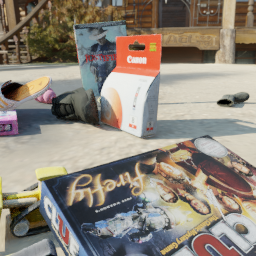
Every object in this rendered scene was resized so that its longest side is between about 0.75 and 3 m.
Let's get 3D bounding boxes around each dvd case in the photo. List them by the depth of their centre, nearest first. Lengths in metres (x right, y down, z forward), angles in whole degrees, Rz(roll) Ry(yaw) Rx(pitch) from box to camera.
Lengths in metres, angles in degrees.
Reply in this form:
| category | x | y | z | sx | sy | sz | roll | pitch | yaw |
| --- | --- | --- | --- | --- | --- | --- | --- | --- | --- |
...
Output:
| category | x | y | z | sx | sy | sz | roll | pitch | yaw |
| --- | --- | --- | --- | --- | --- | --- | --- | --- | --- |
| dvd case | -0.953 | -2.756 | 11.317 | 2.102 | 2.879 | 0.317 | -8 | 6 | -10 |

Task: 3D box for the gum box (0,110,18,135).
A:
| category | x | y | z | sx | sy | sz | roll | pitch | yaw |
| --- | --- | --- | --- | --- | --- | --- | --- | --- | --- |
| gum box | -3.590 | -0.149 | 8.043 | 0.754 | 0.440 | 1.329 | -5 | 17 | -22 |

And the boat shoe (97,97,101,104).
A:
| category | x | y | z | sx | sy | sz | roll | pitch | yaw |
| --- | --- | --- | --- | --- | --- | --- | --- | --- | --- |
| boat shoe | -0.650 | -1.238 | 11.891 | 1.279 | 0.467 | 0.402 | -16 | 28 | -24 |

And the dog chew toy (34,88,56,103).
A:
| category | x | y | z | sx | sy | sz | roll | pitch | yaw |
| --- | --- | --- | --- | --- | --- | --- | --- | --- | --- |
| dog chew toy | -3.604 | -1.462 | 12.118 | 1.365 | 0.850 | 0.850 | 25 | 28 | 39 |

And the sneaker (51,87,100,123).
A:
| category | x | y | z | sx | sy | sz | roll | pitch | yaw |
| --- | --- | --- | --- | --- | --- | --- | --- | --- | --- |
| sneaker | -1.770 | -0.649 | 9.091 | 1.355 | 1.134 | 2.986 | -15 | 12 | -18 |

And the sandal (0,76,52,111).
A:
| category | x | y | z | sx | sy | sz | roll | pitch | yaw |
| --- | --- | --- | --- | --- | --- | --- | --- | --- | --- |
| sandal | -3.682 | -1.199 | 9.024 | 2.628 | 0.753 | 1.007 | -24 | 45 | 15 |

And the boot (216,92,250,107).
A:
| category | x | y | z | sx | sy | sz | roll | pitch | yaw |
| --- | --- | --- | --- | --- | --- | --- | --- | --- | --- |
| boot | 4.401 | -1.197 | 11.676 | 1.235 | 0.493 | 1.359 | -8 | 4 | 25 |

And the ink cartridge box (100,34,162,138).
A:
| category | x | y | z | sx | sy | sz | roll | pitch | yaw |
| --- | --- | --- | --- | --- | --- | --- | --- | --- | --- |
| ink cartridge box | -0.005 | -1.231 | 7.858 | 0.658 | 2.626 | 2.130 | -11 | 19 | -34 |

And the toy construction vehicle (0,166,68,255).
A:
| category | x | y | z | sx | sy | sz | roll | pitch | yaw |
| --- | --- | --- | --- | --- | --- | --- | --- | --- | --- |
| toy construction vehicle | -1.716 | 1.086 | 2.735 | 2.747 | 0.967 | 2.392 | -6 | 17 | -20 |

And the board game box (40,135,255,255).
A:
| category | x | y | z | sx | sy | sz | roll | pitch | yaw |
| --- | --- | --- | --- | --- | --- | --- | --- | --- | --- |
| board game box | 0.671 | 0.956 | 3.155 | 2.708 | 0.468 | 1.834 | -12 | 38 | -36 |
